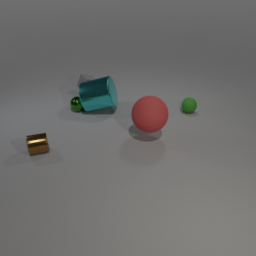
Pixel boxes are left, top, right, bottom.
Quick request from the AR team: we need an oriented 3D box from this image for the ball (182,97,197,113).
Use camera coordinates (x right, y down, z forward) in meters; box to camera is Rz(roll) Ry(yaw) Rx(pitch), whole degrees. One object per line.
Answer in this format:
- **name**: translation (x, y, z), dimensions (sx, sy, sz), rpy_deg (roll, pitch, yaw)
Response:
- **ball**: translation (2.825, -1.056, 12.907), dimensions (0.700, 0.700, 0.700), rpy_deg (0, 30, 0)

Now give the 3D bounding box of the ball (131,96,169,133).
- **ball**: translation (0.825, -0.522, 10.565), dimensions (1.400, 1.400, 1.400), rpy_deg (0, 30, 0)

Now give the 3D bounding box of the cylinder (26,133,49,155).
- **cylinder**: translation (-3.261, 0.563, 10.118), dimensions (0.700, 0.700, 0.700), rpy_deg (-10, 31, -16)

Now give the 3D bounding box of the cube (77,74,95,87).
- **cube**: translation (-2.135, -2.352, 14.682), dimensions (0.700, 0.700, 0.700), rpy_deg (2, 31, -42)

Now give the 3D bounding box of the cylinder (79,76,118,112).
- **cylinder**: translation (-1.330, -1.539, 12.754), dimensions (1.400, 1.400, 1.400), rpy_deg (-11, 28, 13)

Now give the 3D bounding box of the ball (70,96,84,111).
- **ball**: translation (-2.345, -1.124, 13.034), dimensions (0.700, 0.700, 0.700), rpy_deg (0, 30, 0)
